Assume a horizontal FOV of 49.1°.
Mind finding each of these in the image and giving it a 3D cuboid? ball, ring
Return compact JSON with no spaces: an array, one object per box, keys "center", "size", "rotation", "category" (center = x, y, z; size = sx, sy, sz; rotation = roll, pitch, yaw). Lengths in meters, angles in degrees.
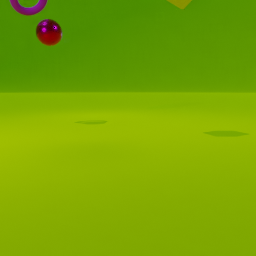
[{"center":[-2.413,-2.919,8.576],"size":[0.794,0.794,0.794],"rotation":[0,8,0],"category":"ball"},{"center":[-2.981,-3.943,8.457],"size":[1.163,1.163,0.233],"rotation":[-8,54,-45],"category":"ring"}]

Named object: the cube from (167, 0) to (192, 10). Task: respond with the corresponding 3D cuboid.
[{"center":[1.157,-3.169,5.992],"size":[0.733,0.733,0.733],"rotation":[26,-9,-11],"category":"cube"}]
